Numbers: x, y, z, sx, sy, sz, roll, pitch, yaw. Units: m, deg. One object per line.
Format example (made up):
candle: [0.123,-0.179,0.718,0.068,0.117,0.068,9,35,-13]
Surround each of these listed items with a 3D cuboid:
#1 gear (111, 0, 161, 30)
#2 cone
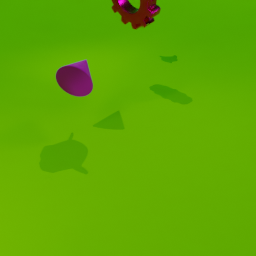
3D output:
gear: [0.078,-3.072,6.392,0.289,1.565,1.565,-39,49,-23]
cone: [-1.095,-1.329,6.466,0.865,0.865,0.868,8,49,10]
